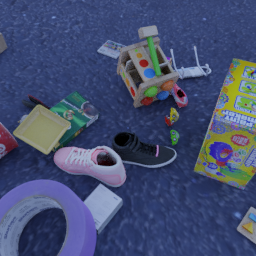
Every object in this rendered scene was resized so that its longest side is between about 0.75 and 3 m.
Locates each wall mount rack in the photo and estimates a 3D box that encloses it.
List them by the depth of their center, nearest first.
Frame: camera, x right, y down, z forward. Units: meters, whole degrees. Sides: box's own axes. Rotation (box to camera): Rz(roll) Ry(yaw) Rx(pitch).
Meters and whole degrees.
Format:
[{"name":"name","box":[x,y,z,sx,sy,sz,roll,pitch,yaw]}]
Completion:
[{"name":"wall mount rack","box":[2.592,-2.760,11.972,1.880,0.701,1.633,-9,44,-8]}]

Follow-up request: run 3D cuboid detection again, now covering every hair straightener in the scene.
[{"name":"hair straightener","box":[-3.310,-0.602,10.556,1.888,0.386,0.726,30,58,16]}]

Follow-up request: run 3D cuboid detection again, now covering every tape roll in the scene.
[{"name":"tape roll","box":[-2.213,2.756,7.106,2.661,1.131,2.661,-4,58,6]}]

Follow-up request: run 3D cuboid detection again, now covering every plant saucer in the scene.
[{"name":"plant saucer","box":[-2.795,0.077,9.223,1.346,0.326,1.345,30,64,5]}]

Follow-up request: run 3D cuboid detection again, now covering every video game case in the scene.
[{"name":"video game case","box":[-0.735,-3.661,13.033,1.033,0.119,0.942,24,56,19]}]

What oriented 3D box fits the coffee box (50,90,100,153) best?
[{"name":"coffee box","box":[-2.195,-0.266,9.980,1.322,0.473,2.149,43,63,11]}]

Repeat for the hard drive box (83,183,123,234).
[{"name":"hard drive box","box":[-0.829,2.334,8.158,0.876,0.432,1.124,32,58,22]}]

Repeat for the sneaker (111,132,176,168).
[{"name":"sneaker","box":[0.460,0.668,8.958,2.188,1.085,0.774,3,56,8]}]

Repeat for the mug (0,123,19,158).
[{"name":"mug","box":[-5.081,0.833,8.903,1.683,2.240,2.523,49,65,-10]}]

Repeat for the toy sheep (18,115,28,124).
[{"name":"toy sheep","box":[-3.581,-0.134,10.015,0.610,0.610,0.885,-21,58,-15]}]

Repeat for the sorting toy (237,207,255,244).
[{"name":"sorting toy","box":[3.851,2.918,7.860,1.279,0.188,0.946,35,59,24]}]

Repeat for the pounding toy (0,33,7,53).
[{"name":"pounding toy","box":[-6.258,-4.201,12.720,1.108,1.261,0.577,20,55,15]}]

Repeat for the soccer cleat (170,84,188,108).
[{"name":"soccer cleat","box":[1.885,-1.479,11.007,0.526,0.603,1.578,-17,53,-12]}]

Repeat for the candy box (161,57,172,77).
[{"name":"candy box","box":[0.895,-2.753,12.083,1.750,0.494,1.021,19,56,16]}]

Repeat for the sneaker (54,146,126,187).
[{"name":"sneaker","box":[-1.248,0.938,8.713,2.505,1.310,0.943,18,56,15]}]

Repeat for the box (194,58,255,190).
[{"name":"box","box":[3.398,-0.089,8.560,1.682,2.758,2.656,19,55,14]}]

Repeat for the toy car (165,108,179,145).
[{"name":"toy car","box":[1.578,-0.001,9.650,0.280,1.256,1.182,-6,77,-5]}]

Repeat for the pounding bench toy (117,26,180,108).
[{"name":"pounding bench toy","box":[0.796,-2.142,10.113,1.558,2.508,1.956,-21,72,-16]}]
